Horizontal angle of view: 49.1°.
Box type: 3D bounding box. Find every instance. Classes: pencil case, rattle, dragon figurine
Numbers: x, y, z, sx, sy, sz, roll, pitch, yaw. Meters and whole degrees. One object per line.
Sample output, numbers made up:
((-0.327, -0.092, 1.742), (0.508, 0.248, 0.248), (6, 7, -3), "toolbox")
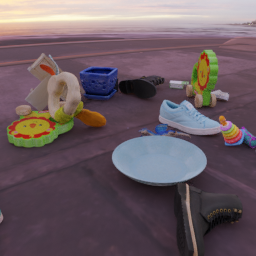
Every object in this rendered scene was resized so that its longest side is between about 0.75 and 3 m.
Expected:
((4.304, 0.337, 10.028), (0.402, 0.436, 0.944), (-8, 23, -3), "pencil case")
((-2.209, -1.526, 11.322), (2.121, 1.933, 2.969), (-5, 42, -30), "rattle")
((1.293, 0.211, 10.108), (1.905, 0.561, 0.947), (-13, 30, -20), "dragon figurine")

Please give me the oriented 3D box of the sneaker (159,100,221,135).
((2.388, -0.490, 11.060), (2.638, 1.081, 0.975), (16, 31, 30), "sneaker")

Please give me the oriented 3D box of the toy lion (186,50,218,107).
((3.685, -2.496, 13.700), (0.943, 2.634, 2.748), (-1, 24, -3), "toy lion")

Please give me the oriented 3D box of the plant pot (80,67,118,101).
((-1.483, -2.340, 14.791), (1.631, 1.466, 1.631), (6, 25, 15), "plant pot")

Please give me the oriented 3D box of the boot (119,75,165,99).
((1.166, -2.500, 15.634), (2.527, 1.005, 2.903), (-20, 27, -38), "boot")

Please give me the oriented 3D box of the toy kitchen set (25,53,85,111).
((-4.017, -2.089, 13.730), (2.094, 2.566, 2.315), (-48, 35, -2), "toy kitchen set")

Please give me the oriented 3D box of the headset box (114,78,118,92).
((-0.892, -2.564, 16.151), (0.403, 0.777, 1.045), (-11, 27, -23), "headset box")

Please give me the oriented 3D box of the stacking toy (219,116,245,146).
((3.444, 0.020, 9.653), (0.658, 1.198, 0.695), (-9, 44, 48), "stacking toy")

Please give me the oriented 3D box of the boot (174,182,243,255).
((1.841, 1.952, 5.983), (1.563, 0.875, 2.259), (7, 25, 4), "boot")

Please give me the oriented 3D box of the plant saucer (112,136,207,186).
((0.900, 1.032, 8.311), (2.742, 0.528, 2.742), (0, 23, 0), "plant saucer")

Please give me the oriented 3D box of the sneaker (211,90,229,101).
((4.662, -1.769, 14.635), (1.242, 0.440, 0.454), (19, -3, 25), "sneaker")

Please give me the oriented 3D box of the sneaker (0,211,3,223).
((-3.700, 1.784, 6.474), (1.667, 0.666, 0.595), (5, 24, 11), "sneaker")

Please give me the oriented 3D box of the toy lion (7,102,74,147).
((-3.290, -0.095, 10.752), (2.483, 0.852, 2.380), (-8, 32, -19), "toy lion")

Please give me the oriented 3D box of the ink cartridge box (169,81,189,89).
((3.045, -2.568, 16.702), (1.112, 0.330, 0.577), (6, 25, 12), "ink cartridge box")
